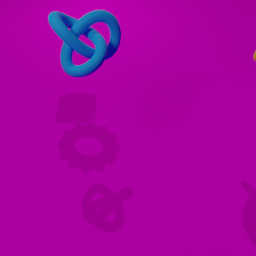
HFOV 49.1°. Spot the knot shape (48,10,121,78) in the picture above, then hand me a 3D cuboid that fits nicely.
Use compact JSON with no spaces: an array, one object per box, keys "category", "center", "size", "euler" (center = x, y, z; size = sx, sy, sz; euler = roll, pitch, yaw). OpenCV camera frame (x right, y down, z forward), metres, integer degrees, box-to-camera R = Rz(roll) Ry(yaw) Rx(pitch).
[{"category":"knot shape","center":[-0.717,-1.377,4.629],"size":[1.259,0.582,1.178],"euler":[9,71,-16]}]

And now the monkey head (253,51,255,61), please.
[{"category":"monkey head","center":[2.719,-1.306,4.324],"size":[1.108,1.322,1.838],"euler":[20,10,1]}]
